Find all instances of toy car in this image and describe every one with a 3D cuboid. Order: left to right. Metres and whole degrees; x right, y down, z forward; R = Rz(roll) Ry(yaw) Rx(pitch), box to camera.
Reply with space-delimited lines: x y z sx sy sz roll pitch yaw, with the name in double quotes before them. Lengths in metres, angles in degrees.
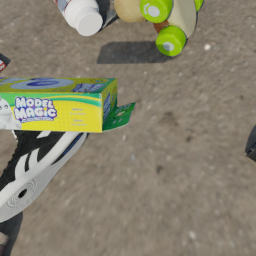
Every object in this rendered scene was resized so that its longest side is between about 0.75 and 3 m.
"toy car" 0.473 -3.751 8.761 2.964 2.339 2.435 6 58 35

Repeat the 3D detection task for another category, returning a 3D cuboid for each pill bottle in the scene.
"pill bottle" -1.627 -3.949 8.972 1.127 1.127 2.010 -26 67 -12

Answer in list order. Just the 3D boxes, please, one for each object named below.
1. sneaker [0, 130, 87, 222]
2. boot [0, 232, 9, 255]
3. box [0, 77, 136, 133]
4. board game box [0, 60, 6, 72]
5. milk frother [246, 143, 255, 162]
"sneaker" -2.580 0.692 6.878 1.678 1.096 2.999 33 61 18
"boot" -3.186 3.102 5.784 2.665 0.936 1.948 29 60 5
"box" -1.098 -0.396 4.094 2.379 1.396 0.575 3 108 5
"board game box" -5.180 -2.129 8.584 2.625 0.255 1.351 33 68 14
"milk frother" 3.740 0.540 6.816 1.103 1.172 1.058 37 66 16
